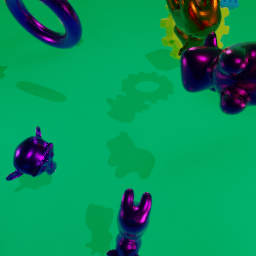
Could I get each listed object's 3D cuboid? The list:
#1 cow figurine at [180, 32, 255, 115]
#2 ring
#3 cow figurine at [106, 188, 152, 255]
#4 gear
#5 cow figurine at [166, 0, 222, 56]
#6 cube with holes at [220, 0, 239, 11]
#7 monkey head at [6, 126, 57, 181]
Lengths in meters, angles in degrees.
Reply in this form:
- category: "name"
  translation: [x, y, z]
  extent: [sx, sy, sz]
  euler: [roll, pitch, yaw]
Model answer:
- category: "cow figurine"
  translation: [1.407, -0.714, 3.412]
  extent: [1.568, 0.861, 1.543]
  euler: [-1, 23, 19]
- category: "ring"
  translation: [-1.725, -2.300, 5.719]
  extent: [1.749, 1.749, 0.350]
  euler: [21, 69, 17]
- category: "cow figurine"
  translation: [0.040, 1.465, 3.991]
  extent: [0.578, 1.053, 1.036]
  euler: [11, 67, 5]
- category: "gear"
  translation: [1.531, -2.301, 6.367]
  extent: [1.615, 1.615, 0.299]
  euler: [-17, 24, -14]
- category: "cow figurine"
  translation: [1.189, -1.796, 4.882]
  extent: [0.811, 1.454, 1.478]
  euler: [-25, 33, 6]
- category: "cube with holes"
  translation: [2.215, -3.427, 7.276]
  extent: [0.850, 0.850, 0.850]
  euler: [-19, 8, -40]
- category: "monkey head"
  translation: [-1.716, 0.571, 5.219]
  extent: [0.689, 0.822, 1.143]
  euler: [18, 66, 14]
